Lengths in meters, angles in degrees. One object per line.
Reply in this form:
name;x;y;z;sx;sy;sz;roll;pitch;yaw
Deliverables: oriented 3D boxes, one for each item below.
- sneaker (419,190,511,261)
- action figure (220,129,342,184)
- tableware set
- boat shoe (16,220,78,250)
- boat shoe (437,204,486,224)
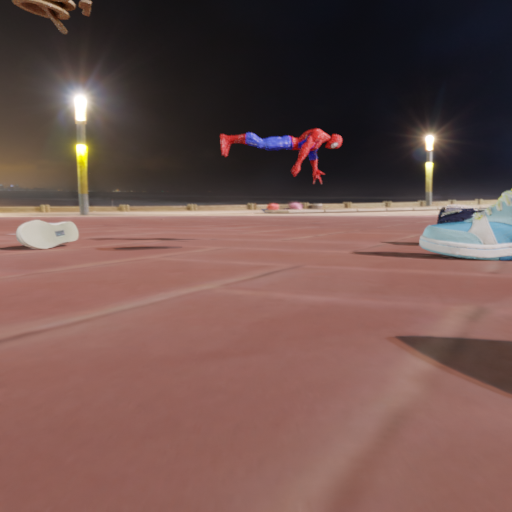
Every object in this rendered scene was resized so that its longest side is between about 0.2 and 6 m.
sneaker;3.772;-0.768;8.374;2.538;1.657;1.010;1;6;17
action figure;0.558;-2.016;11.647;2.471;1.223;0.806;-5;8;4
tableware set;-3.465;-4.127;8.956;1.575;0.477;2.382;10;7;-20
boat shoe;-4.073;-0.356;10.695;0.564;0.553;1.584;-17;0;19
boat shoe;4.706;-0.489;11.085;2.324;0.868;1.078;4;25;29
